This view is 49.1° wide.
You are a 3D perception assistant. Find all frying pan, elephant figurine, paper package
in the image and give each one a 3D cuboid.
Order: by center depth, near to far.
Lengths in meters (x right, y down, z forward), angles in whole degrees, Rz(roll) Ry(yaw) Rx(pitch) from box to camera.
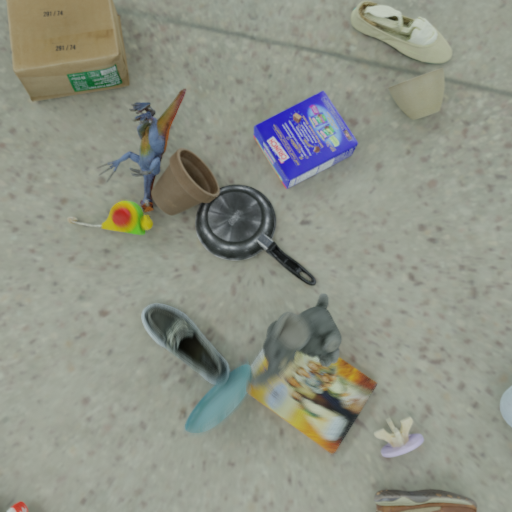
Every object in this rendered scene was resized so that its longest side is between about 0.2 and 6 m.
[{"bbox_3d":[0.625,1.524,10.134,1.640,1.161,1.273,-1,34,-17],"label":"elephant figurine"},{"bbox_3d":[-0.170,-0.283,11.630,1.726,0.464,2.853,-28,73,-7],"label":"frying pan"},{"bbox_3d":[-4.164,-4.769,12.451,2.303,1.192,2.195,-11,75,-4],"label":"paper package"}]

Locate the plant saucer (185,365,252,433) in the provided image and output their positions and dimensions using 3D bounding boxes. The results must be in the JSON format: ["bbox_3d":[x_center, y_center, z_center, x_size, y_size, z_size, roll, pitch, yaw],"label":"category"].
[{"bbox_3d":[-0.638,2.636,10.209,1.613,1.613,0.221,-43,97,-11],"label":"plant saucer"}]

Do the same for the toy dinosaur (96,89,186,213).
[{"bbox_3d":[-2.056,-1.983,11.433,2.263,2.053,1.188,-25,43,-17],"label":"toy dinosaur"}]

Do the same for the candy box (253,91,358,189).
[{"bbox_3d":[1.039,-2.489,12.080,1.744,0.672,1.475,-28,78,-8],"label":"candy box"}]

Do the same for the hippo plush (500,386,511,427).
[{"bbox_3d":[5.677,2.700,9.885,2.658,2.117,2.137,-44,79,-10],"label":"hippo plush"}]

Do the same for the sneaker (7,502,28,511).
[{"bbox_3d":[-4.143,5.058,9.859,2.472,0.870,1.156,15,80,7],"label":"sneaker"}]

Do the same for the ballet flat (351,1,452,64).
[{"bbox_3d":[3.340,-5.148,12.747,2.507,0.871,0.871,23,76,6],"label":"ballet flat"}]

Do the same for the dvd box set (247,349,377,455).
[{"bbox_3d":[0.989,2.498,10.859,2.220,0.326,1.624,35,77,9],"label":"dvd box set"}]

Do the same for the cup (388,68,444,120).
[{"bbox_3d":[3.578,-3.470,12.216,1.190,1.190,0.851,-20,101,-5],"label":"cup"}]

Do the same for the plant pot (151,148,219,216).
[{"bbox_3d":[-1.547,-1.422,11.553,1.084,1.243,1.243,-35,75,22],"label":"plant pot"}]

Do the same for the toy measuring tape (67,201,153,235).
[{"bbox_3d":[-3.001,-0.860,11.594,1.894,0.697,0.697,9,74,15],"label":"toy measuring tape"}]

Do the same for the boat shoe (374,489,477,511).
[{"bbox_3d":[3.056,4.620,10.142,1.797,0.680,0.645,-2,78,9],"label":"boat shoe"}]

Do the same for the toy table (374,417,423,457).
[{"bbox_3d":[2.649,3.368,10.470,0.818,0.752,0.479,-24,93,-10],"label":"toy table"}]

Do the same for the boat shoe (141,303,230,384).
[{"bbox_3d":[-1.365,1.588,10.823,2.179,0.773,0.785,35,72,15],"label":"boat shoe"}]
